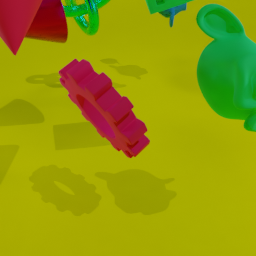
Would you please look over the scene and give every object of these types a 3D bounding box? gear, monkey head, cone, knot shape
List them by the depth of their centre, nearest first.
[{"bbox_3d":[-1.439,-1.418,3.395,1.196,1.196,1.200,-9,77,-13],"label":"cone"},{"bbox_3d":[1.587,-0.686,3.440,1.372,1.907,1.149,-32,38,11],"label":"monkey head"},{"bbox_3d":[-0.350,-0.244,3.943,0.286,1.548,1.548,-42,49,-15],"label":"gear"},{"bbox_3d":[-2.292,-2.196,5.504,1.621,1.615,1.615,-28,43,-21],"label":"cone"},{"bbox_3d":[-1.454,-3.590,7.687,1.869,1.997,0.923,23,59,-18],"label":"knot shape"},{"bbox_3d":[1.264,-3.940,8.298,1.019,1.692,1.217,-25,-3,-8],"label":"monkey head"}]

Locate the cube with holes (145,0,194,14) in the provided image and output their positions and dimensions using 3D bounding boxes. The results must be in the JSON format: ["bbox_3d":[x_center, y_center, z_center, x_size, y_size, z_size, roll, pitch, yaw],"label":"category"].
[{"bbox_3d":[0.624,-2.520,3.971,1.055,1.055,1.055,-16,54,7],"label":"cube with holes"}]
